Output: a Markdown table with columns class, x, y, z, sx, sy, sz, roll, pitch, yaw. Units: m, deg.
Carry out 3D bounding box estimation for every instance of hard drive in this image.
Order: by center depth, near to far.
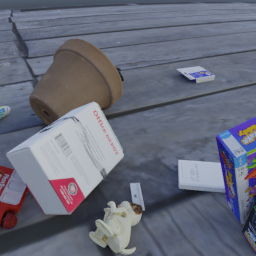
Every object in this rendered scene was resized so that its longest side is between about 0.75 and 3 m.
| class | x | y | z | sx | sy | sz | roll | pitch | yaw |
| --- | --- | --- | --- | --- | --- | --- | --- | --- | --- |
| hard drive | 2.240 | 1.345 | 7.863 | 1.624 | 0.217 | 1.071 | 3 | 32 | 6 |

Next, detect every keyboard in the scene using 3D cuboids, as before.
| class | x | y | z | sx | sy | sz | roll | pitch | yaw |
| --- | --- | --- | --- | --- | --- | --- | --- | --- | --- |
| keyboard | 0.234 | 1.786 | 7.341 | 0.274 | 0.052 | 0.973 | -7 | 32 | -2 |

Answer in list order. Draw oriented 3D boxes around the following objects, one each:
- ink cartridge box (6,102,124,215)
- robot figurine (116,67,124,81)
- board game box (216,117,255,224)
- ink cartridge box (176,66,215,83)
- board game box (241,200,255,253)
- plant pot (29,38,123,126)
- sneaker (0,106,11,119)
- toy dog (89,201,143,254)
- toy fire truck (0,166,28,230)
| class | x | y | z | sx | sy | sz | roll | pitch | yaw |
| --- | --- | --- | --- | --- | --- | --- | --- | --- | --- |
| ink cartridge box | -1.438 | 0.684 | 7.208 | 1.043 | 1.818 | 2.503 | -16 | 18 | 38 |
| robot figurine | -0.817 | -2.448 | 13.305 | 1.269 | 0.792 | 0.954 | 24 | 29 | 32 |
| board game box | 2.951 | 0.801 | 5.810 | 1.867 | 2.777 | 0.622 | -26 | 44 | 2 |
| ink cartridge box | 3.371 | -2.696 | 14.163 | 1.444 | 0.339 | 1.427 | -13 | 36 | -17 |
| board game box | 3.820 | 1.563 | 5.803 | 2.440 | 2.017 | 0.692 | -9 | 37 | -14 |
| plant pot | -2.085 | -1.310 | 10.054 | 2.916 | 2.916 | 2.543 | 22 | 56 | 31 |
| sneaker | -4.876 | -0.384 | 10.480 | 1.171 | 0.443 | 0.615 | -31 | 55 | -29 |
| toy dog | -0.124 | 2.085 | 6.210 | 1.091 | 0.785 | 1.125 | 29 | 40 | 18 |
| toy fire truck | -3.434 | 1.646 | 6.625 | 1.884 | 1.258 | 2.243 | 15 | 32 | -10 |
